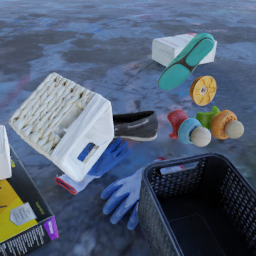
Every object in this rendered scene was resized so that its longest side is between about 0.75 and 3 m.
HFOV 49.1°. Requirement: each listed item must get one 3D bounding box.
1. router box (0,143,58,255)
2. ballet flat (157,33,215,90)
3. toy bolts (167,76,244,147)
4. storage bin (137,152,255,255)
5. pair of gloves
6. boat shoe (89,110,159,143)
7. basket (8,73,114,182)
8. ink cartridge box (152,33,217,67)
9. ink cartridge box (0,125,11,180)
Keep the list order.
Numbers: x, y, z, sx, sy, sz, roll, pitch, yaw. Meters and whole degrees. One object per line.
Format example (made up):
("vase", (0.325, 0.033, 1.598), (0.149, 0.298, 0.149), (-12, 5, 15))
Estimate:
("router box", (-2.883, 1.514, 5.495), (2.039, 0.698, 2.734), (-21, 38, -30))
("ballet flat", (1.629, -1.885, 7.978), (0.677, 2.010, 0.707), (34, 35, -18))
("toy bolts", (2.112, -0.302, 7.511), (1.898, 1.813, 1.316), (-26, 31, -19))
("storage bin", (1.301, 1.722, 4.500), (1.704, 1.182, 2.520), (-9, 39, -15))
("pair of gloves", (-0.234, 1.077, 6.576), (2.872, 0.327, 2.309), (21, 36, 28))
("boat shoe", (-0.515, -0.138, 8.009), (2.800, 0.798, 0.936), (-1, 32, -1))
("basket", (-1.039, 0.045, 4.882), (1.115, 1.808, 1.226), (34, 73, 10))
("ink cartridge box", (2.641, -3.713, 13.404), (2.489, 1.055, 1.813), (-14, 35, -24))
("ink cartridge box", (-3.250, 0.615, 5.615), (1.612, 0.667, 1.181), (-12, 33, -19))
